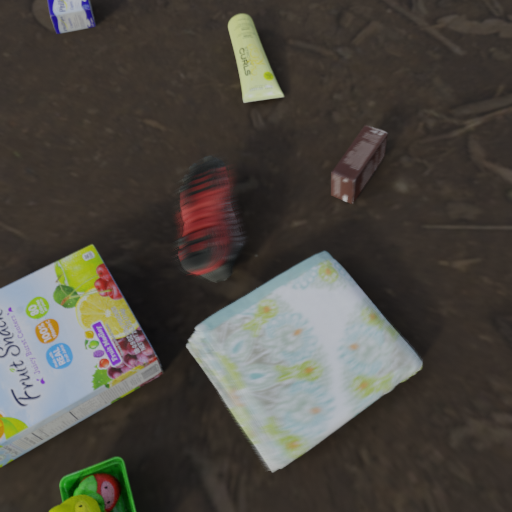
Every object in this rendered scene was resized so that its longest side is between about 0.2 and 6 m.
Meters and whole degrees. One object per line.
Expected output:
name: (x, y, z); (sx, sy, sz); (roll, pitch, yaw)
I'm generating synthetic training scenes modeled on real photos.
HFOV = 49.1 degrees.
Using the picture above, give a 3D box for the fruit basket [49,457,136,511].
fruit basket: (-1.745, 2.824, 6.046); (0.854, 1.184, 1.184); (-18, 62, -10)

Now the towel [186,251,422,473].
towel: (0.591, 1.245, 7.204); (2.393, 0.576, 2.048); (-30, 69, -18)

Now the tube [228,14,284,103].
tube: (-0.070, -3.527, 10.082); (0.545, 0.487, 1.877); (-28, 62, 28)

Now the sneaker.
sneaker: (-0.625, -0.489, 8.048); (0.709, 0.980, 2.006); (-15, 56, 20)

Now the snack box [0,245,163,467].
snack box: (-2.656, 1.206, 7.160); (2.281, 0.772, 1.923); (-29, 64, -15)

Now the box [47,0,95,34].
box: (-3.561, -4.722, 10.774); (0.765, 0.401, 0.704); (-15, 61, -8)

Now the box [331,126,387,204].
box: (1.611, -1.433, 8.780); (0.426, 0.569, 1.136); (24, 62, 21)
